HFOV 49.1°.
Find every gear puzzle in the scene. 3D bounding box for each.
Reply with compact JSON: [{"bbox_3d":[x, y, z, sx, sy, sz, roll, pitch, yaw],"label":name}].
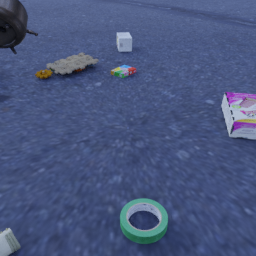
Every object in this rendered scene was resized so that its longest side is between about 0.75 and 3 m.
[{"bbox_3d":[-2.485,-2.401,11.296,2.589,0.339,1.341,-30,45,-33],"label":"gear puzzle"}]

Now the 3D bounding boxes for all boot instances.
[{"bbox_3d":[-2.284,1.880,4.619,0.899,0.324,0.695,31,44,30],"label":"boot"}]

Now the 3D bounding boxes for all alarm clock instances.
[{"bbox_3d":[-2.751,-2.195,5.410,1.264,1.873,0.624,-10,63,18],"label":"alarm clock"}]

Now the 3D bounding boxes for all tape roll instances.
[{"bbox_3d":[0.286,1.662,5.064,0.855,0.206,0.855,0,33,0],"label":"tape roll"}]

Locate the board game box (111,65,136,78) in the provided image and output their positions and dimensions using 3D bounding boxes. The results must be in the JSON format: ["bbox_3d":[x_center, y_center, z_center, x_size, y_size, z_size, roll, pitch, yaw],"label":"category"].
[{"bbox_3d":[-0.178,-2.256,11.152,0.636,0.168,0.831,24,40,32],"label":"board game box"}]

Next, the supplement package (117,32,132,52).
[{"bbox_3d":[-0.191,-4.236,13.759,0.634,0.658,1.157,-3,32,-7],"label":"supplement package"}]

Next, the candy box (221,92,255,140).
[{"bbox_3d":[3.401,-0.382,7.902,1.219,0.545,1.787,5,34,7],"label":"candy box"}]
